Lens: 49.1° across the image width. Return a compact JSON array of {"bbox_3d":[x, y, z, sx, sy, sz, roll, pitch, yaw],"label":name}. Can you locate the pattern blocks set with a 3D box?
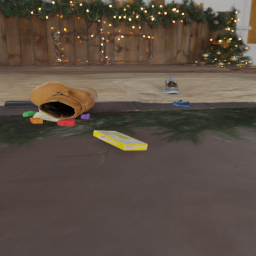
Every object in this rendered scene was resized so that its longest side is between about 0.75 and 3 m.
[{"bbox_3d":[-2.561,-0.488,10.108,2.445,0.198,2.149,6,16,20],"label":"pattern blocks set"}]

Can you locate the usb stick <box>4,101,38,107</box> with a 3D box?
[{"bbox_3d":[-4.385,-1.038,11.952,1.646,0.268,0.457,-3,10,-8],"label":"usb stick"}]

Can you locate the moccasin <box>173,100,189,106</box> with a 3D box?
[{"bbox_3d":[2.328,-1.115,12.215,0.770,0.262,0.310,10,18,31],"label":"moccasin"}]

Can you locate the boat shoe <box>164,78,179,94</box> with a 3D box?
[{"bbox_3d":[2.409,-2.456,15.966,0.810,0.812,2.244,-1,16,-2],"label":"boat shoe"}]

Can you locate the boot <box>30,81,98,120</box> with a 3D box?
[{"bbox_3d":[-2.589,-0.866,9.798,2.759,1.058,2.142,8,23,10],"label":"boot"}]

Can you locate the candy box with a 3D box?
[{"bbox_3d":[-0.217,0.292,6.967,0.704,0.182,1.378,0,13,-37],"label":"candy box"}]
